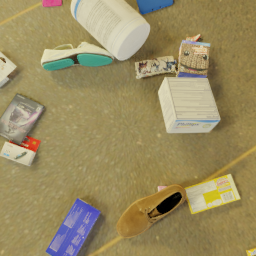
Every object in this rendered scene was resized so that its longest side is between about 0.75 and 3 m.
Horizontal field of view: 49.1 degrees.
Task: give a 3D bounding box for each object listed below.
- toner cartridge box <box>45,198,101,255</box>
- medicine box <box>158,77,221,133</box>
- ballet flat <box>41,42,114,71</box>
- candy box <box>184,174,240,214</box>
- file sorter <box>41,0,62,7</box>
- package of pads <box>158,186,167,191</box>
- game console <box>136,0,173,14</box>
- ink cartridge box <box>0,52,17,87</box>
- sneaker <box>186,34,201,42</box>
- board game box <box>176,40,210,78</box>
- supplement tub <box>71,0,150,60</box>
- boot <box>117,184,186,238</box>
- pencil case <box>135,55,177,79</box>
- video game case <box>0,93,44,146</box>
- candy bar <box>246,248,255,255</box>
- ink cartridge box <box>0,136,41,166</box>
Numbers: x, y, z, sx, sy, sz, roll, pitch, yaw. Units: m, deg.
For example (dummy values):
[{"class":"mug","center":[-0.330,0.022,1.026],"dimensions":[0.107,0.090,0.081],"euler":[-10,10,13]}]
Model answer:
[{"class":"toner cartridge box","center":[-1.901,3.624,9.869],"dimensions":[0.976,0.444,2.056],"euler":[29,76,9]},{"class":"medicine box","center":[2.213,-0.858,10.417],"dimensions":[1.738,0.982,1.908],"euler":[-1,62,-13]},{"class":"ballet flat","center":[-2.098,-3.033,11.438],"dimensions":[2.973,1.032,1.032],"euler":[-6,75,2]},{"class":"candy box","center":[3.067,2.419,10.302],"dimensions":[1.870,0.247,0.956],"euler":[-16,73,-5]},{"class":"file sorter","center":[-3.429,-5.812,12.413],"dimensions":[0.844,0.529,0.586],"euler":[-4,75,-1]},{"class":"package of pads","center":[1.557,2.424,10.245],"dimensions":[0.948,0.359,0.571],"euler":[2,77,1]},{"class":"game console","center":[1.022,-6.047,12.674],"dimensions":[1.631,0.965,1.392],"euler":[-20,44,-6]},{"class":"ink cartridge box","center":[-5.456,-2.482,11.623],"dimensions":[1.382,0.301,1.199],"euler":[41,78,10]},{"class":"sneaker","center":[2.763,-3.828,12.004],"dimensions":[0.429,0.267,0.801],"euler":[40,81,7]},{"class":"board game box","center":[2.663,-2.722,11.473],"dimensions":[1.152,0.700,1.445],"euler":[8,75,2]},{"class":"supplement tub","center":[-0.735,-4.360,11.321],"dimensions":[1.898,1.898,2.877],"euler":[-41,79,-10]},{"class":"boot","center":[0.708,2.876,9.590],"dimensions":[2.839,1.071,1.045],"euler":[-36,81,7]},{"class":"pencil case","center":[1.102,-2.459,11.412],"dimensions":[1.729,0.673,0.773],"euler":[-12,55,-4]},{"class":"video game case","center":[-4.328,-0.372,11.092],"dimensions":[1.289,0.171,1.805],"euler":[26,74,7]},{"class":"candy bar","center":[4.627,4.296,9.866],"dimensions":[0.955,0.106,0.238],"euler":[-16,76,-4]},{"class":"ink cartridge box","center":[-4.123,0.763,10.748],"dimensions":[1.203,0.269,1.060],"euler":[18,76,5]}]
